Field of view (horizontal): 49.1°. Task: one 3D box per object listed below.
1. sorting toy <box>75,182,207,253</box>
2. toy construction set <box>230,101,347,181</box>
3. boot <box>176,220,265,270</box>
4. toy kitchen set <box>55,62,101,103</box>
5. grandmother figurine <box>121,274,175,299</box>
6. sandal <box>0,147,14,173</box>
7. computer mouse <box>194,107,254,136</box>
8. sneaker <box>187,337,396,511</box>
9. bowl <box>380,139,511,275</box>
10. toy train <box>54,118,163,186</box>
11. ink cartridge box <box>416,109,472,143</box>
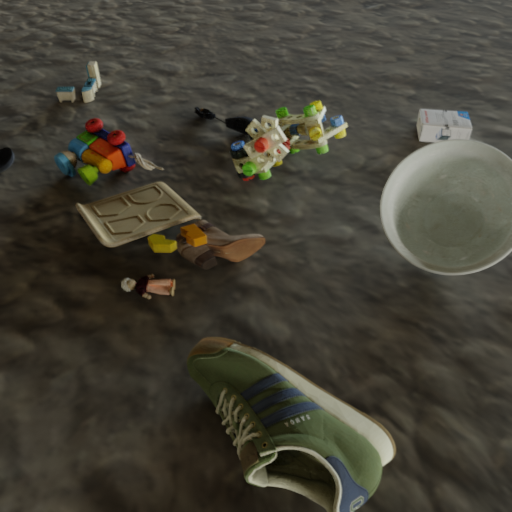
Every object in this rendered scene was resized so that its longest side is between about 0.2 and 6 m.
[{"bbox_3d":[-2.042,-0.602,10.328,1.930,0.347,2.591,-18,36,-25],"label":"sorting toy"},{"bbox_3d":[0.537,-2.331,11.498,1.853,1.302,2.825,-1,19,33],"label":"toy construction set"},{"bbox_3d":[-0.707,-0.305,10.094,1.444,0.507,1.056,-21,44,-22],"label":"boot"},{"bbox_3d":[-4.676,-4.565,14.681,0.888,0.653,1.108,0,42,0],"label":"toy kitchen set"},{"bbox_3d":[-1.816,0.494,9.388,0.878,0.266,0.532,3,33,-1],"label":"grandmother figurine"},{"bbox_3d":[-5.973,-1.895,11.924,0.678,0.382,1.784,30,50,29],"label":"sandal"},{"bbox_3d":[-0.675,-3.275,13.299,2.174,0.370,0.637,27,22,31],"label":"computer mouse"},{"bbox_3d":[0.127,2.136,6.970,2.983,1.000,1.339,25,43,21],"label":"sneaker"},{"bbox_3d":[3.372,-0.718,9.622,2.343,1.053,2.343,-5,76,18],"label":"bowl"},{"bbox_3d":[-3.119,-1.911,11.640,2.192,0.928,1.268,31,61,30],"label":"toy train"},{"bbox_3d":[4.381,-3.031,13.107,1.119,0.481,0.819,5,42,7],"label":"ink cartridge box"}]
